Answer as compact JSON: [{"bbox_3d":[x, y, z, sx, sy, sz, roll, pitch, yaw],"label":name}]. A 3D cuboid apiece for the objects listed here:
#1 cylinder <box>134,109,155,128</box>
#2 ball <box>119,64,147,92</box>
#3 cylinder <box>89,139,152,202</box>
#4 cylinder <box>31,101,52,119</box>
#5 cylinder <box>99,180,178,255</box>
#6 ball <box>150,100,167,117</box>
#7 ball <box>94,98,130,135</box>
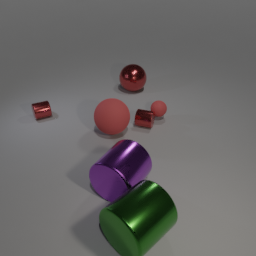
[{"bbox_3d":[0.699,-0.397,11.581,0.700,0.700,0.700,10,34,16],"label":"cylinder"},{"bbox_3d":[0.251,-2.560,14.334,1.400,1.400,1.400,0,33,0],"label":"ball"},{"bbox_3d":[-0.201,1.265,8.329,1.400,1.400,1.400,18,37,25],"label":"cylinder"},{"bbox_3d":[-3.763,-0.785,12.191,0.700,0.700,0.700,-16,36,-23],"label":"cylinder"},{"bbox_3d":[0.253,2.209,6.850,1.400,1.400,1.400,28,42,36],"label":"cylinder"},{"bbox_3d":[1.311,-0.828,11.970,0.700,0.700,0.700,0,33,0],"label":"ball"},{"bbox_3d":[-0.618,-0.446,10.802,1.400,1.400,1.400,0,33,0],"label":"ball"}]
